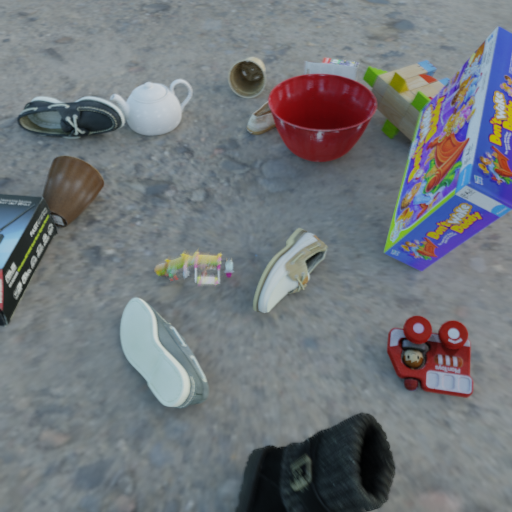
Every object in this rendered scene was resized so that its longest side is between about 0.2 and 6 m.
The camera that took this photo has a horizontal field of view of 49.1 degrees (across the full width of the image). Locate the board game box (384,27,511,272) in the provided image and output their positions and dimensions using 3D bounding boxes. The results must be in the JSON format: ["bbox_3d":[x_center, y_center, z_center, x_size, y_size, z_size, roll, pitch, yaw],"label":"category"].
[{"bbox_3d":[3.768,-1.939,10.400,0.866,2.601,3.869,25,60,-6],"label":"board game box"}]

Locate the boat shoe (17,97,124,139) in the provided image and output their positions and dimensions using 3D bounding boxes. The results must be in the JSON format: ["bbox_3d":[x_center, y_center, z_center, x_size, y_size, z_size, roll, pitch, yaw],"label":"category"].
[{"bbox_3d":[-4.461,-3.227,13.438,2.672,1.010,0.806,5,44,21],"label":"boat shoe"}]

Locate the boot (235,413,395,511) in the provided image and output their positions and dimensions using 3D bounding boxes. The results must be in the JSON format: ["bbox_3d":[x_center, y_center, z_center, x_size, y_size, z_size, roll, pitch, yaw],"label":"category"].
[{"bbox_3d":[0.659,3.154,6.537,1.902,0.957,2.544,-25,38,30],"label":"boot"}]

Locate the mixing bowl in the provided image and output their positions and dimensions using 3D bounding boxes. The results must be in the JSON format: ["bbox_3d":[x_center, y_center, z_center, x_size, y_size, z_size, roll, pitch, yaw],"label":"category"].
[{"bbox_3d":[1.475,-3.046,12.957,2.415,1.308,2.415,0,47,0],"label":"mixing bowl"}]

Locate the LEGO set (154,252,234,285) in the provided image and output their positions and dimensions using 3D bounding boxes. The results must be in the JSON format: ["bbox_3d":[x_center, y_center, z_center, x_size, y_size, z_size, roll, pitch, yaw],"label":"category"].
[{"bbox_3d":[-1.160,0.314,10.200,1.503,0.691,0.559,-4,70,3],"label":"LEGO set"}]

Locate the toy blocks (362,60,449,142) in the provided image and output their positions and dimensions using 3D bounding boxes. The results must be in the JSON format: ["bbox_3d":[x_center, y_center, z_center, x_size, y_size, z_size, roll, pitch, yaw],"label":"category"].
[{"bbox_3d":[4.213,-3.633,13.572,2.001,1.462,2.927,-25,64,-30],"label":"toy blocks"}]

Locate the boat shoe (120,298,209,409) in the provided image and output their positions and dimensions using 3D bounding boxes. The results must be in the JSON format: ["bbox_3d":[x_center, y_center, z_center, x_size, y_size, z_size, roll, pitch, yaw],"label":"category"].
[{"bbox_3d":[-1.519,1.560,9.105,0.720,0.849,2.332,21,18,-45],"label":"boat shoe"}]

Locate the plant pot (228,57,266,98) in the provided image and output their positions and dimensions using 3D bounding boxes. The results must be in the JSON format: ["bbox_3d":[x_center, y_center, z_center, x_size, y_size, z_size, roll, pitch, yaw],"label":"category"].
[{"bbox_3d":[-0.164,-4.893,15.081,1.018,1.018,0.932,7,35,7],"label":"plant pot"}]

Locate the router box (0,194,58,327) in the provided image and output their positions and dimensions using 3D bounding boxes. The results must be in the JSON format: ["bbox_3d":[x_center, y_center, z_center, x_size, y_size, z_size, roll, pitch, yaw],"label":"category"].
[{"bbox_3d":[-5.690,-0.074,10.306,3.208,0.997,2.404,5,46,4],"label":"router box"}]

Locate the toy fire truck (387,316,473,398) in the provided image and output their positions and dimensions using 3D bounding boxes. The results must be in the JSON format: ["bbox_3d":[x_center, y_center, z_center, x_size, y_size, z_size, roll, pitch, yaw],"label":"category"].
[{"bbox_3d":[2.770,1.628,8.934,1.332,0.747,1.119,7,65,8],"label":"toy fire truck"}]

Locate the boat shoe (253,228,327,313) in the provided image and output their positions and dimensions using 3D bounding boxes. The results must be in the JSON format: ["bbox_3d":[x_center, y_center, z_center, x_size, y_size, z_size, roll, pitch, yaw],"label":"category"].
[{"bbox_3d":[0.640,0.291,10.116,0.675,0.738,1.975,24,56,18],"label":"boat shoe"}]

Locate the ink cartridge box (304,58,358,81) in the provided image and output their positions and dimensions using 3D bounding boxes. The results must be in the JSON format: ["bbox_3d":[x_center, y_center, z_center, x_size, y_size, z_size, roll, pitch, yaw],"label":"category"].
[{"bbox_3d":[2.010,-4.915,15.146,1.404,0.765,0.354,11,47,11],"label":"ink cartridge box"}]

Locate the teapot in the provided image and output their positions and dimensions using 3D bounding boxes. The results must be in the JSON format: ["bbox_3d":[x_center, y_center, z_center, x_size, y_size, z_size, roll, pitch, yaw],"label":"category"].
[{"bbox_3d":[-2.539,-3.763,13.808,1.476,1.092,1.495,16,47,15],"label":"teapot"}]

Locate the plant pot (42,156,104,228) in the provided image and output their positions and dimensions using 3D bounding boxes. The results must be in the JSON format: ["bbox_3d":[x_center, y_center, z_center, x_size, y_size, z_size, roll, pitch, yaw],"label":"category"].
[{"bbox_3d":[-3.880,-1.220,11.474,1.131,1.131,1.210,10,59,10],"label":"plant pot"}]

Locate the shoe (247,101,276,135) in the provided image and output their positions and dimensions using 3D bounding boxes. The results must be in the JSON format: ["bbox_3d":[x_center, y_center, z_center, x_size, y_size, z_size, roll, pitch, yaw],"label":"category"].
[{"bbox_3d":[0.547,-3.653,14.103,0.669,0.511,1.915,35,55,29],"label":"shoe"}]
